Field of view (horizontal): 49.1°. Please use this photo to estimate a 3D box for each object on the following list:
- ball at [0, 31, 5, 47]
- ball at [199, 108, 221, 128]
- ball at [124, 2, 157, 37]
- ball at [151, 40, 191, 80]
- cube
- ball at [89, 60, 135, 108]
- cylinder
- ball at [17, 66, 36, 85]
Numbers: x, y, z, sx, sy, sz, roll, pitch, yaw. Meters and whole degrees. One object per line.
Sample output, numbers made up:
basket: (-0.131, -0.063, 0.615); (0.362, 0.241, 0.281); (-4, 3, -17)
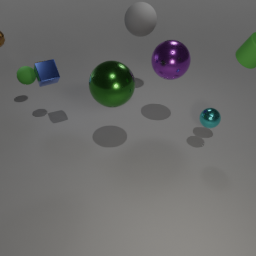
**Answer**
ball: (-5.066, -3.422, 10.686); (0.700, 0.700, 0.700); (0, 33, 0)
ball: (2.764, -0.333, 9.435); (0.700, 0.700, 0.700); (0, 33, 0)
ball: (0.545, -4.679, 12.096); (1.400, 1.400, 1.400); (0, 33, 0)
ball: (1.536, -2.436, 10.057); (1.400, 1.400, 1.400); (0, 33, 0)
cube: (-2.922, -1.969, 10.068); (0.700, 0.700, 0.700); (-19, 0, -22)
ball: (-0.480, -1.318, 8.445); (1.400, 1.400, 1.400); (0, 33, 0)
cylinder: (3.413, -2.088, 7.565); (0.700, 0.700, 0.700); (8, 61, -15)
ball: (-3.847, -1.989, 10.614); (0.700, 0.700, 0.700); (0, 33, 0)
